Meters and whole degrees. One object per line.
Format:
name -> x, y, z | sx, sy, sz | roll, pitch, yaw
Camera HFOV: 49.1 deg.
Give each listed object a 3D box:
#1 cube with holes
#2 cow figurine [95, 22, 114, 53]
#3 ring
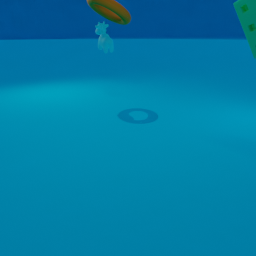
cube with holes -> 2.550, -1.865, 4.475 | 0.986, 0.986, 0.986 | -29, 8, -26
cow figurine -> -0.817, -3.180, 9.798 | 0.517, 0.927, 0.943 | -15, 38, -24
ring -> -0.683, -4.273, 10.110 | 1.736, 0.347, 1.736 | 26, 5, -2
